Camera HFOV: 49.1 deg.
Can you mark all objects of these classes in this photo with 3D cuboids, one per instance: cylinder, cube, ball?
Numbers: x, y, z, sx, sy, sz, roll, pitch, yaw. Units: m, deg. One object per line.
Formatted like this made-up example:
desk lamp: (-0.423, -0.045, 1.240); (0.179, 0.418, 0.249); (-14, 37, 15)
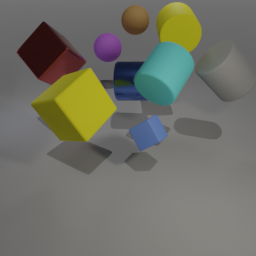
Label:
cylinder: (3.128, -1.789, 8.917); (1.400, 1.400, 1.400); (39, 18, -23)
cylinder: (1.731, -3.469, 9.777); (1.400, 1.400, 1.400); (0, 39, 0)
cube: (-2.584, -2.432, 9.596); (1.400, 1.400, 1.400); (49, 10, 16)
cube: (-1.471, -0.594, 7.711); (1.400, 1.400, 1.400); (-1, 40, 47)
ball: (0.367, -5.387, 14.004); (1.400, 1.400, 1.400); (0, 28, 0)
cylinder: (0.277, -1.686, 10.096); (1.400, 1.400, 1.400); (1, 28, 8)
cylinder: (1.103, -1.650, 8.591); (1.400, 1.400, 1.400); (19, 64, 31)
cube: (0.588, 0.133, 7.989); (0.700, 0.700, 0.700); (-28, 0, 30)
ball: (-1.012, -4.012, 14.003); (1.400, 1.400, 1.400); (0, 28, 0)
